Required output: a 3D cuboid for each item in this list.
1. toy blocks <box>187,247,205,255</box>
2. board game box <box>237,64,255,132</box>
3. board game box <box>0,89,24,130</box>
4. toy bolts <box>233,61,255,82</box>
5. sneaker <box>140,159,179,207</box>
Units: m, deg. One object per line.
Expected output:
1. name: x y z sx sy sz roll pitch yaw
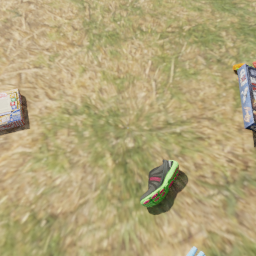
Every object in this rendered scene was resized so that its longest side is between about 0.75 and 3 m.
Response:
1. toy blocks: 1.113 3.221 4.776 1.567 0.683 1.880 35 74 20
2. board game box: 3.529 -0.685 7.295 1.259 0.321 1.858 16 60 -18
3. board game box: -3.299 -0.495 7.543 0.843 0.258 1.113 -14 59 -9
4. toy bolts: 3.561 -1.576 8.192 0.882 0.612 0.843 -14 18 3
5. sneaker: 0.668 1.246 6.387 0.547 0.501 1.306 22 56 34
